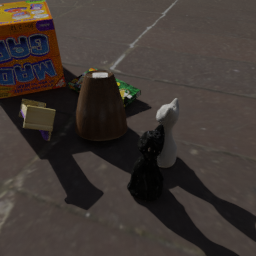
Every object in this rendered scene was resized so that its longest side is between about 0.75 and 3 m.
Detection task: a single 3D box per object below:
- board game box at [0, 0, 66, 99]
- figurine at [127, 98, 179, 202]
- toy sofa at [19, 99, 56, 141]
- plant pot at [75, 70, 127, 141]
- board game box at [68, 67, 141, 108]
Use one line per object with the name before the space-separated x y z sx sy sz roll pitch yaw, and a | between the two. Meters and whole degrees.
board game box | -3.933 -2.986 10.355 2.538 2.537 2.536 -13 40 -13
figurine | 0.720 0.421 6.597 0.829 1.879 1.925 18 41 16
toy sofa | -2.566 -0.255 7.717 0.722 0.850 1.742 10 7 -26
plant pot | -0.789 -0.747 8.098 1.580 1.691 1.580 1 28 -1
board game box | -0.879 -1.419 10.135 2.478 0.291 1.298 29 53 30
